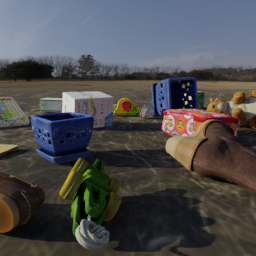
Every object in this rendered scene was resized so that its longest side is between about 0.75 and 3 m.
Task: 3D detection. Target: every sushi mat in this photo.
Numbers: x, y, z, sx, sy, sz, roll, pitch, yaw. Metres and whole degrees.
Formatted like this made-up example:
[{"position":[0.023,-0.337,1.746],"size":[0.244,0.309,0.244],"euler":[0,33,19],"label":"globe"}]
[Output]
[{"position":[-4.176,0.580,7.662],"size":[2.141,0.130,1.025],"euler":[3,12,18],"label":"sushi mat"}]

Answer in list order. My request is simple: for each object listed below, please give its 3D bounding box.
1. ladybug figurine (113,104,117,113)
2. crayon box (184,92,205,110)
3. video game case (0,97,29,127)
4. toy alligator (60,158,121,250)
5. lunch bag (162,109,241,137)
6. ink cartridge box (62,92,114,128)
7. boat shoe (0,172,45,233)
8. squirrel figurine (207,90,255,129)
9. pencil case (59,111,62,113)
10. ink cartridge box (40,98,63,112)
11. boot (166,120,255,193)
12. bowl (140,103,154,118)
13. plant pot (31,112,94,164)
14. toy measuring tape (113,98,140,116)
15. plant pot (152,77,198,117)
[{"position":[-0.947,-1.007,15.117],"size":[0.903,0.478,1.330],"euler":[4,11,24],"label":"ladybug figurine"},{"position":[4.053,-1.755,17.500],"size":[0.527,1.075,1.810],"euler":[-3,12,-17],"label":"crayon box"},{"position":[-5.752,-0.680,11.838],"size":[2.323,0.292,2.553],"euler":[-8,31,-36],"label":"video game case"},{"position":[-0.577,1.049,3.919],"size":[0.818,0.593,2.469],"euler":[31,8,-6],"label":"toy alligator"},{"position":[2.489,-0.114,9.452],"size":[2.032,0.945,2.307],"euler":[-1,10,-29],"label":"lunch bag"},{"position":[-1.646,-0.741,11.308],"size":[1.711,1.259,1.237],"euler":[-7,21,-33],"label":"ink cartridge box"},{"position":[-2.247,0.954,4.143],"size":[2.123,0.747,0.747],"euler":[12,19,18],"label":"boat shoe"},{"position":[4.429,-0.654,11.307],"size":[2.272,1.722,2.434],"euler":[-6,-7,27],"label":"squirrel figurine"},{"position":[-2.345,-0.509,12.141],"size":[1.276,0.590,0.543],"euler":[-7,2,-30],"label":"pencil case"},{"position":[-3.541,-1.287,15.814],"size":[2.511,0.745,1.304],"euler":[1,9,2],"label":"ink cartridge box"},{"position":[2.375,0.617,6.157],"size":[2.221,0.966,2.670],"euler":[23,23,39],"label":"boot"},{"position":[0.993,-0.747,13.387],"size":[0.394,0.839,0.839],"euler":[35,27,26],"label":"bowl"},{"position":[-1.624,0.220,7.008],"size":[1.207,1.085,1.207],"euler":[-9,13,-40],"label":"plant pot"},{"position":[-0.606,-1.088,14.302],"size":[2.496,0.918,0.918],"euler":[-1,11,-5],"label":"toy measuring tape"},{"position":[2.277,-1.526,14.304],"size":[1.933,1.932,1.737],"euler":[-7,5,-32],"label":"plant pot"}]
